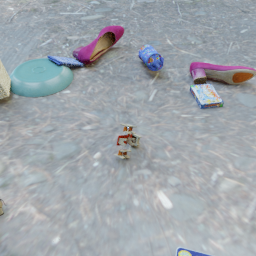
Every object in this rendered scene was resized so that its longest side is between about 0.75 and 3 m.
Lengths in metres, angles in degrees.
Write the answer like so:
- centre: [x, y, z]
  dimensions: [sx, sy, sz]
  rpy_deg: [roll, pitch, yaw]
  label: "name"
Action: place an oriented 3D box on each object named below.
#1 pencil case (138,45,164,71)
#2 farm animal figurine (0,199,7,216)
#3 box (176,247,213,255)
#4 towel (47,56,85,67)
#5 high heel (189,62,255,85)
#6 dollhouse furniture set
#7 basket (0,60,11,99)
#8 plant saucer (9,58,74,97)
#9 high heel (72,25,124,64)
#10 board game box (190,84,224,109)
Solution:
- centre: [0.967, -2.968, 11.758]
  dimensions: [0.800, 0.718, 1.841]
  rpy_deg: [-24, 29, 3]
  label: "pencil case"
- centre: [-3.357, 2.093, 6.347]
  dimensions: [0.868, 0.541, 1.075]
  rpy_deg: [-2, 41, -2]
  label: "farm animal figurine"
- centre: [1.326, 3.284, 5.137]
  dimensions: [1.176, 0.315, 1.941]
  rpy_deg: [11, 43, 11]
  label: "box"
- centre: [-2.654, -2.849, 12.011]
  dimensions: [0.980, 0.161, 1.353]
  rpy_deg: [32, 25, 33]
  label: "towel"
- centre: [3.774, -2.348, 11.276]
  dimensions: [2.505, 0.843, 1.201]
  rpy_deg: [-8, 50, 11]
  label: "high heel"
- centre: [-0.047, 0.349, 8.175]
  dimensions: [0.487, 0.945, 0.935]
  rpy_deg: [16, 8, 30]
  label: "dollhouse furniture set"
- centre: [-5.077, -1.686, 10.086]
  dimensions: [1.376, 1.107, 1.364]
  rpy_deg: [-20, 43, -1]
  label: "basket"
- centre: [-3.573, -2.183, 11.351]
  dimensions: [2.653, 0.477, 2.653]
  rpy_deg: [0, 40, 0]
  label: "plant saucer"
- centre: [-1.029, -3.775, 12.771]
  dimensions: [2.954, 0.996, 1.420]
  rpy_deg: [-40, 43, -18]
  label: "high heel"
- centre: [2.896, -1.196, 10.397]
  dimensions: [0.845, 0.215, 1.248]
  rpy_deg: [-6, 41, -7]
  label: "board game box"
